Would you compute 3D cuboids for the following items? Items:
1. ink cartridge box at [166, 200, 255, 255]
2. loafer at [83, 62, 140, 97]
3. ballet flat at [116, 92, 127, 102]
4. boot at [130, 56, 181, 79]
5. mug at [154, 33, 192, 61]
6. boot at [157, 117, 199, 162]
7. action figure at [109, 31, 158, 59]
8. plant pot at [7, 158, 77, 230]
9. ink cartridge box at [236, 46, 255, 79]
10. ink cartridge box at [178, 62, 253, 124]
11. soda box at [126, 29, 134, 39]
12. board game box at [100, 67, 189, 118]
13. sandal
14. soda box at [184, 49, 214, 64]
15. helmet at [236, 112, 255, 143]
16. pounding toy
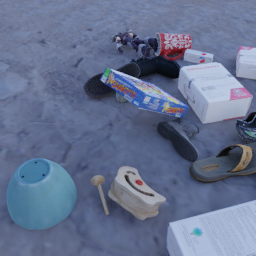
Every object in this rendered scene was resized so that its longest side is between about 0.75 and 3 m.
[{"bbox_3d":[2.582,2.945,6.459,2.893,1.104,1.974,-12,43,-10],"label":"ink cartridge box"},{"bbox_3d":[-0.714,-2.020,12.377,2.672,0.976,0.949,-23,4,-19],"label":"loafer"},{"bbox_3d":[0.377,-1.672,12.013,1.975,0.629,0.666,-23,46,-24],"label":"ballet flat"},{"bbox_3d":[1.192,-2.750,13.092,1.791,0.809,2.185,-16,37,-20],"label":"boot"},{"bbox_3d":[2.372,-4.236,14.780,1.756,1.559,1.172,-6,3,-13],"label":"mug"},{"bbox_3d":[2.082,0.262,9.847,1.297,0.687,1.970,-16,50,-32],"label":"boot"},{"bbox_3d":[0.214,-4.537,15.056,1.828,0.975,2.810,-38,50,-26],"label":"action figure"},{"bbox_3d":[-2.478,1.611,7.821,1.949,1.313,1.949,0,41,0],"label":"plant pot"},{"bbox_3d":[5.998,-3.154,13.557,1.373,0.776,1.875,12,43,13],"label":"ink cartridge box"},{"bbox_3d":[3.436,-1.512,11.480,1.914,1.081,2.612,-10,43,-11],"label":"ink cartridge box"},{"bbox_3d":[0.137,-5.604,16.707,0.286,0.256,0.807,-12,44,-13],"label":"soda box"},{"bbox_3d":[0.662,-1.171,9.705,1.942,0.494,2.868,40,19,34],"label":"board game box"},{"bbox_3d":[3.303,0.938,8.902,2.838,0.775,1.160,-11,36,-9],"label":"sandal"},{"bbox_3d":[3.596,-3.612,14.301,1.406,0.479,0.448,18,45,19],"label":"soda box"},{"bbox_3d":[4.391,-0.010,9.803,1.080,1.132,1.132,-38,44,11],"label":"helmet"},{"bbox_3d":[-0.033,1.924,8.075,2.028,1.163,1.160,32,22,19],"label":"pounding toy"}]
